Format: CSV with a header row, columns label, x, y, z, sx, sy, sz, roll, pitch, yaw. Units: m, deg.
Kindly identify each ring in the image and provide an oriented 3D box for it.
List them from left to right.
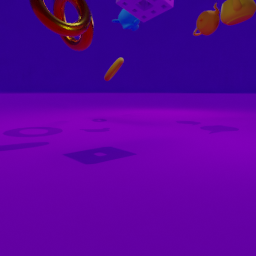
label,x,y,z,sx,sy,sz,roll,pitch,yaw
ring,-1.622,-2.963,6.847,1.588,1.588,0.318,-7,-13,-41
ring,-1.804,-3.493,9.144,0.390,1.951,1.951,-30,25,-34
ring,-0.582,-2.440,11.656,0.232,1.158,1.158,39,7,-4

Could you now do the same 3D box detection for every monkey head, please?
label,x,y,z,sx,sy,sz,roll,pitch,yaw
monkey head,0.078,-3.695,9.502,1.133,0.683,0.815,-29,-7,12

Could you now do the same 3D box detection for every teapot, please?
label,x,y,z,sx,sy,sz,roll,pitch,yaw
teapot,3.244,-4.379,11.452,0.774,0.983,1.580,10,-37,-28
teapot,3.835,-4.256,9.870,1.208,0.952,1.943,-15,2,23

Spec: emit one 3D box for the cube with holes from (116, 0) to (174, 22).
label,x,y,z,sx,sy,sz,roll,pitch,yaw
cube with holes,0.408,-3.150,6.294,0.910,0.910,0.910,17,-17,-40
